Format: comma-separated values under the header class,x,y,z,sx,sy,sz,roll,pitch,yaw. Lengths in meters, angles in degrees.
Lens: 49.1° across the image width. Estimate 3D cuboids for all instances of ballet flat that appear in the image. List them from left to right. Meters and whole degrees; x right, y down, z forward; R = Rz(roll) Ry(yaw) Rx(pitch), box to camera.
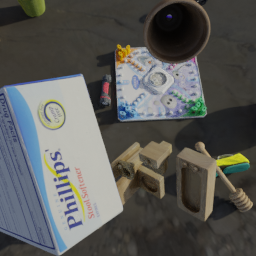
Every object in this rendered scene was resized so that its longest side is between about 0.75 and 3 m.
class,x,y,z,sx,sy,sz,roll,pitch,yaw
ballet flat,2.648,1.104,8.227,1.785,0.597,0.598,-11,46,-7

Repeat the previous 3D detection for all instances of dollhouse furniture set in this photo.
class,x,y,z,sx,sy,sz,roll,pitch,yaw
dollhouse furniture set,0.423,1.381,5.588,1.966,1.870,1.602,23,47,36

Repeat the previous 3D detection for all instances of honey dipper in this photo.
class,x,y,z,sx,sy,sz,roll,pitch,yaw
honey dipper,2.592,1.322,7.789,0.429,0.429,2.260,-38,89,-15

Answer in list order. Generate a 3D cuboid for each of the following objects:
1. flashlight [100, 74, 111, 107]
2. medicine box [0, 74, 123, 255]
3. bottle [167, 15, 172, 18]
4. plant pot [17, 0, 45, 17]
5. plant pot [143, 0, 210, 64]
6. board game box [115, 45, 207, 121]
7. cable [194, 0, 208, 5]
class,x,y,z,sx,sy,sz,roll,pitch,yaw
flashlight,-0.719,-1.256,9.281,0.371,0.373,1.097,6,67,-2
medicine box,-1.826,0.635,5.440,1.474,2.864,2.609,-22,99,-44
bottle,1.945,-4.381,10.583,1.290,0.421,0.539,11,59,5
plant pot,-3.616,-4.840,10.356,1.282,1.218,1.282,0,66,-1
plant pot,0.892,-2.040,5.523,1.226,1.226,1.069,0,39,0
board game box,1.036,-1.658,9.453,2.875,0.372,2.874,-3,66,-1
cable,2.861,-5.234,11.070,0.706,0.220,0.865,27,69,11
